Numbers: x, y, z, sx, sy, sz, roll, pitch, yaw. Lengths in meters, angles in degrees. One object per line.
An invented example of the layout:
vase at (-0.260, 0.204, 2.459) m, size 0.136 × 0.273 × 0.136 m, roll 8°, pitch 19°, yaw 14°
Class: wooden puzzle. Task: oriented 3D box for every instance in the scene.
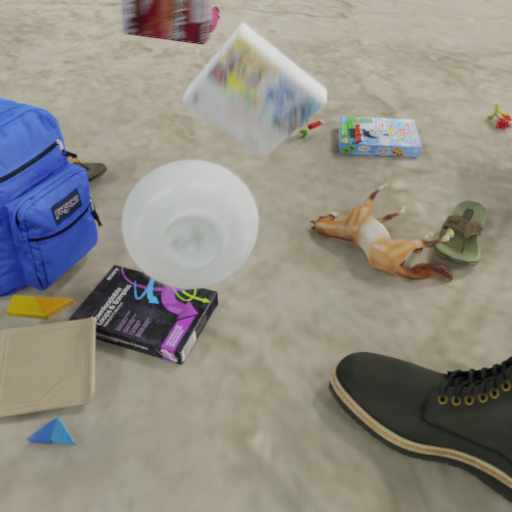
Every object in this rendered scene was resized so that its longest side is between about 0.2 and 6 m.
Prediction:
wooden puzzle at (-3.046, 1.578, 8.037) m, size 1.646 × 0.285 × 2.440 m, roll -4°, pitch 50°, yaw 1°

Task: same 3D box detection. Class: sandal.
sandal at (3.823, -0.537, 10.387) m, size 0.830 × 0.596 × 2.090 m, roll 15°, pitch 43°, yaw 17°
sandal at (-4.254, -1.973, 12.115) m, size 2.028 × 0.553 × 0.829 m, roll 11°, pitch 41°, yaw 12°

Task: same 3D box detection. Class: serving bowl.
serving bowl at (-0.701, -0.247, 6.090) m, size 1.510 × 1.510 × 0.497 m, roll -5°, pitch 27°, yaw -6°

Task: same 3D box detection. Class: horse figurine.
horse figurine at (2.346, -0.352, 10.085) m, size 1.693 × 0.638 × 2.555 m, roll -29°, pitch 53°, yaw -14°

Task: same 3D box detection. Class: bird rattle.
bird rattle at (6.196, -3.448, 14.009) m, size 0.642 × 0.443 × 0.787 m, roll 1°, pitch 40°, yaw -24°

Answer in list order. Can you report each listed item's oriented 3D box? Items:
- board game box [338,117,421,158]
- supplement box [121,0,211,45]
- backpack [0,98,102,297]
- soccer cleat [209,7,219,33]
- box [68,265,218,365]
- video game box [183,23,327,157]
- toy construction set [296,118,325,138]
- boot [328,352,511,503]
board game box at (2.896, -2.841, 13.310) m, size 1.824 × 0.334 × 1.380 m, roll 4°, pitch 40°, yaw 3°
supplement box at (-1.283, -3.469, 8.005) m, size 1.224 × 0.666 × 0.373 m, roll 9°, pitch 37°, yaw 5°
backpack at (-4.001, -1.092, 9.238) m, size 2.449 × 2.918 × 2.371 m, roll 13°, pitch 41°, yaw 15°
soccer cleat at (-1.528, -4.618, 10.455) m, size 1.040 × 1.286 × 2.978 m, roll 43°, pitch 7°, yaw 0°
box at (-1.762, 0.880, 8.913) m, size 1.950 × 0.352 × 1.394 m, roll 12°, pitch 42°, yaw 16°
video game box at (-0.028, -2.341, 8.167) m, size 1.585 × 1.444 × 0.371 m, roll 31°, pitch 49°, yaw -25°
toy construction set at (1.004, -3.667, 13.796) m, size 1.660 × 1.384 × 1.275 m, roll 42°, pitch 40°, yaw 13°
boot at (2.634, 1.461, 6.638) m, size 3.475 × 2.404 × 1.346 m, roll 20°, pitch 44°, yaw 23°
